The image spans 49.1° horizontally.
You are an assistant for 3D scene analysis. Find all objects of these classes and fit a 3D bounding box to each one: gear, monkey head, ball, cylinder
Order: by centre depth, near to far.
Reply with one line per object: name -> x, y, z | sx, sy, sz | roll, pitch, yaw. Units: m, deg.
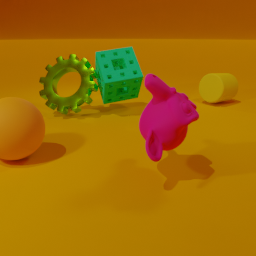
monkey head -> 0.521, -0.239, 4.752 | 1.206, 1.010, 1.677 | 39, 26, -15
ball -> -2.302, 0.011, 5.593 | 1.251, 1.251, 1.251 | 0, 19, 0
gear -> -1.810, -1.334, 8.529 | 1.808, 1.808, 0.334 | 5, -11, 15
cylinder -> 3.229, -1.440, 9.988 | 1.003, 1.003, 1.003 | -10, 21, -39

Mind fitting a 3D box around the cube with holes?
cube with holes -> -0.323, -1.628, 8.751 | 1.162, 1.162, 1.162 | -12, 66, -13
